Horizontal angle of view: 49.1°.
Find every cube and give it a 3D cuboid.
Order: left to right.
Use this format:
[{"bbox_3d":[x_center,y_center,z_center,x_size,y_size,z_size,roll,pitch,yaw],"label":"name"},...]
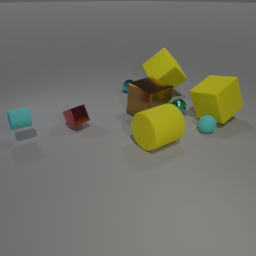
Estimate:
[{"bbox_3d":[-2.088,-0.481,11.289,0.700,0.700,0.700,-26,10,-35],"label":"cube"},{"bbox_3d":[0.937,-1.262,12.237,1.400,1.400,1.400,-23,40,-37],"label":"cube"},{"bbox_3d":[1.810,-2.762,13.853,1.400,1.400,1.400,29,32,-50],"label":"cube"},{"bbox_3d":[3.683,-1.221,11.658,1.400,1.400,1.400,-37,30,-22],"label":"cube"}]

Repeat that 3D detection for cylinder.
[{"bbox_3d":[-3.936,-0.340,10.156,0.700,0.700,0.700,-14,31,-29],"label":"cylinder"},{"bbox_3d":[1.076,-0.045,10.039,1.400,1.400,1.400,-19,33,-32],"label":"cylinder"}]

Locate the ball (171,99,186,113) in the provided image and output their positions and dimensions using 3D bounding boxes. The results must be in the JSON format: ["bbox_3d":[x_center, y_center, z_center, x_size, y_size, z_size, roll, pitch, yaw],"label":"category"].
[{"bbox_3d":[2.261,-0.963,12.545,0.700,0.700,0.700,0,28,0],"label":"ball"}]

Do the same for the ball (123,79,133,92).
[{"bbox_3d":[0.085,-2.245,14.980,0.700,0.700,0.700,0,28,0],"label":"ball"}]

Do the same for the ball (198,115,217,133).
[{"bbox_3d":[3.123,-0.148,11.022,0.700,0.700,0.700,0,28,0],"label":"ball"}]
